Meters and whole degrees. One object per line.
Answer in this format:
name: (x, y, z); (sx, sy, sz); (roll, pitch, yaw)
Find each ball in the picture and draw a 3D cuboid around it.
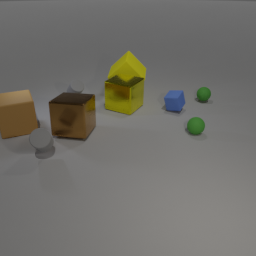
ball: (2.705, -0.091, 11.140); (0.700, 0.700, 0.700); (0, 28, 0)
ball: (3.794, -1.706, 14.018); (0.700, 0.700, 0.700); (0, 28, 0)

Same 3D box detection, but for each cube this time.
cube: (2.174, -1.277, 12.998); (0.700, 0.700, 0.700); (5, 39, 33)
cube: (-0.160, -1.633, 13.257); (1.400, 1.400, 1.400); (15, 32, 24)
cube: (-0.028, -2.892, 14.736); (1.400, 1.400, 1.400); (-36, 25, 28)
cube: (-4.527, -0.588, 11.339); (1.400, 1.400, 1.400); (-12, 31, -21)
cube: (-2.142, -0.531, 11.080); (1.400, 1.400, 1.400); (5, 23, 10)

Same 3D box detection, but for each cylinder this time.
cylinder: (-2.931, 0.423, 9.527); (0.700, 0.700, 0.700); (-4, -15, -8)
cylinder: (-2.615, -1.935, 13.929); (0.700, 0.700, 0.700); (13, 60, -24)
